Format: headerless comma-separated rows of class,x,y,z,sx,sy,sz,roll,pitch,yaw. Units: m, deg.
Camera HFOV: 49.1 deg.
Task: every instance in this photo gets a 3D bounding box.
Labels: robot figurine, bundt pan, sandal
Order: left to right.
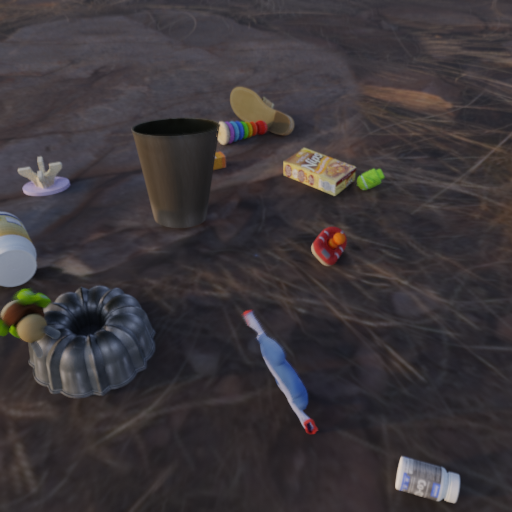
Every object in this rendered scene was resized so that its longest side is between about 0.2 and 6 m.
bundt pan,-2.721,1.254,9.154,2.082,0.781,2.082,0,40,0
sandal,0.259,-3.998,15.876,2.298,0.843,0.756,37,20,28
robot figurine,2.658,-1.785,13.111,0.659,0.381,0.578,-25,-4,14

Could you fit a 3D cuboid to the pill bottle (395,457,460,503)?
pill bottle,2.241,2.946,7.337,0.750,0.427,0.427,11,40,14

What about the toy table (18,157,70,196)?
toy table,-4.972,-1.842,13.109,1.043,0.611,0.959,-19,43,-21

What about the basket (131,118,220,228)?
basket,-1.630,-1.711,11.684,1.811,2.009,1.366,-12,30,-25

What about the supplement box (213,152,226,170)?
supplement box,-1.261,-2.291,13.881,0.991,0.330,0.341,-17,42,-21

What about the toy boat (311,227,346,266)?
toy boat,1.528,-0.257,11.035,0.587,0.587,0.899,46,44,-6

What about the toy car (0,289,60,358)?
toy car,-3.343,1.076,8.443,0.897,0.708,0.737,39,90,21

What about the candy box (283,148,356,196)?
candy box,1.515,-2.040,13.487,1.524,0.421,0.880,28,47,29

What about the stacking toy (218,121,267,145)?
stacking toy,-0.346,-3.399,15.129,1.419,0.606,0.606,-16,41,-28

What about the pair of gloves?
pair of gloves,0.361,1.612,7.869,0.226,1.986,1.597,-28,55,-8

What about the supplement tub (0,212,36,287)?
supplement tub,-4.783,-0.123,10.679,0.978,0.978,1.355,-21,43,-24
